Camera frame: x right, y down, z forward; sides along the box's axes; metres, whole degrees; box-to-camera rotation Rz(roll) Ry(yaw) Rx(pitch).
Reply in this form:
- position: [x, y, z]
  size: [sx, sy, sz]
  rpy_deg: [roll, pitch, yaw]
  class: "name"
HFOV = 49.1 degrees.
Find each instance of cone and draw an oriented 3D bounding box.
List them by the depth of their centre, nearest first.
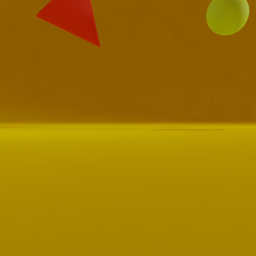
- position: [-1.309, -2.935, 7.780]
  size: [1.682, 1.688, 1.682]
  rpy_deg: [-32, 26, 18]
  class: "cone"

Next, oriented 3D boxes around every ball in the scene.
- position: [2.884, -3.311, 8.140]
  size: [1.167, 1.167, 1.167]
  rpy_deg: [0, 1, 0]
  class: "ball"
